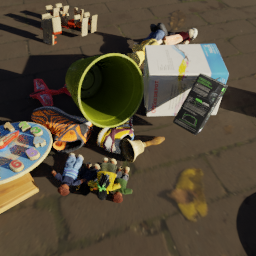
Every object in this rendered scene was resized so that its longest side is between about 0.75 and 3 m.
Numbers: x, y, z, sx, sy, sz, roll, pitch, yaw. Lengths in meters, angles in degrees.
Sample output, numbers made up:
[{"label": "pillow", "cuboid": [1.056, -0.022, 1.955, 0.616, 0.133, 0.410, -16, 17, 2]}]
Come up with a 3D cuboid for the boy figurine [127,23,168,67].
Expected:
[{"label": "boy figurine", "cuboid": [0.727, -3.607, 12.350, 1.497, 0.776, 2.407, 15, 57, 44]}]

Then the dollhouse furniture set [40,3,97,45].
[{"label": "dollhouse furniture set", "cuboid": [-3.138, -5.098, 13.890, 2.453, 1.264, 2.427, 26, 40, 22]}]

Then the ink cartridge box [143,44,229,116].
[{"label": "ink cartridge box", "cuboid": [1.860, -1.696, 9.940, 2.540, 1.864, 1.855, -1, 47, -1]}]

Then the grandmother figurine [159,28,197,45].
[{"label": "grandmother figurine", "cuboid": [2.465, -4.290, 13.314, 1.991, 0.603, 1.207, -24, 60, -18]}]

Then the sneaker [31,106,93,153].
[{"label": "sneaker", "cuboid": [-2.318, 0.057, 9.010, 2.178, 0.845, 1.220, 13, 47, 12]}]

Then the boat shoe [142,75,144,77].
[{"label": "boat shoe", "cuboid": [-0.172, -1.924, 11.100, 1.794, 0.511, 0.600, -15, 49, -14]}]

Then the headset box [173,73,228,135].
[{"label": "headset box", "cuboid": [2.161, -0.766, 8.133, 0.771, 1.663, 1.448, 31, 17, 16]}]

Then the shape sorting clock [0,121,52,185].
[{"label": "shape sorting clock", "cuboid": [-3.704, 0.630, 8.271, 2.890, 0.567, 2.890, -7, 32, 4]}]

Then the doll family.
[{"label": "doll family", "cuboid": [-0.981, 1.450, 7.763, 2.211, 0.868, 1.278, 4, 51, 11]}]

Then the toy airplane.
[{"label": "toy airplane", "cuboid": [-2.909, -1.386, 10.691, 2.019, 0.371, 2.019, -1, 42, 1]}]

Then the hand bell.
[{"label": "hand bell", "cuboid": [0.584, 0.509, 8.835, 1.458, 0.759, 0.759, -16, 48, -30]}]

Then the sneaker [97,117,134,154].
[{"label": "sneaker", "cuboid": [-0.100, -0.001, 9.187, 0.932, 0.775, 2.069, 27, 59, 18]}]

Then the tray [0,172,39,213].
[{"label": "tray", "cuboid": [-3.477, 1.779, 7.553, 1.833, 0.339, 0.904, -29, 65, -27]}]

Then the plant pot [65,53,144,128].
[{"label": "plant pot", "cuboid": [-0.965, -1.331, 8.750, 2.137, 2.137, 2.058, -27, 31, -23]}]
